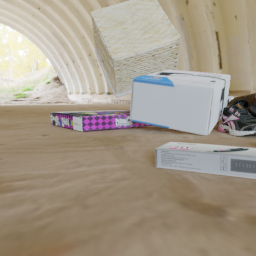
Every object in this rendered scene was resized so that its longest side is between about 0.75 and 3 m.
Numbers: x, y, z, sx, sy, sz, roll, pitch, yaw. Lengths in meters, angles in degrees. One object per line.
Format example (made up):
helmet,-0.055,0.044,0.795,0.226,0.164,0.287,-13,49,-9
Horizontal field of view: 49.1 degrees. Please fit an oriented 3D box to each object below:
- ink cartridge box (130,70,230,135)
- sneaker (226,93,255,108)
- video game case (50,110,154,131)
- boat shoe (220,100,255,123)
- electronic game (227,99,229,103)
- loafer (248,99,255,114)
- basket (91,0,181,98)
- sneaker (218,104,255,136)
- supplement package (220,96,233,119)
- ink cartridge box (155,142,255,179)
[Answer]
ink cartridge box,1.681,-0.942,8.308,2.166,1.250,2.986,11,20,24
sneaker,4.244,-0.565,9.330,0.758,1.015,2.261,-40,9,-9
video game case,-0.840,-0.300,9.254,2.703,0.484,2.450,-4,7,-35
boat shoe,3.466,-0.414,8.472,0.986,0.875,2.638,1,6,7
electronic game,2.624,-0.789,11.130,2.683,0.558,2.683,-7,-7,-1
loafer,3.852,-0.325,6.645,1.840,0.657,0.672,27,16,19
basket,0.299,-3.262,11.172,2.899,2.873,2.332,-19,-27,-10
sneaker,2.850,-0.224,7.188,0.719,0.773,1.790,-3,7,-13
supplement package,4.535,-0.976,13.170,0.733,1.029,1.321,3,6,23
ink cartridge box,1.200,0.366,3.850,1.336,0.291,1.160,3,8,27
